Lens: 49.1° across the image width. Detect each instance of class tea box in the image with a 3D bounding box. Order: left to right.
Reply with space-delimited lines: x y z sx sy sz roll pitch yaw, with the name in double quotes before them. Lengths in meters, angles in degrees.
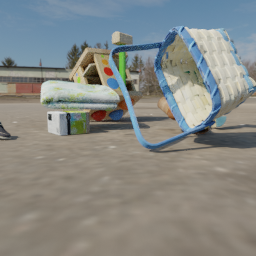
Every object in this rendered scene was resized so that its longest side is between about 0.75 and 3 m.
"tea box" -1.447 -0.143 6.819 0.786 0.534 0.799 -7 9 -34

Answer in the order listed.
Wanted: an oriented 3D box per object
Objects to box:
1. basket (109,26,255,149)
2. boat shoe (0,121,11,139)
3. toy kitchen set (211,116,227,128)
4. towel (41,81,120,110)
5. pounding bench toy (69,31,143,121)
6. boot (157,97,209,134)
"basket" 0.925 -0.742 4.927 2.169 1.913 1.509 -12 -18 -20
"boat shoe" -2.793 -0.043 5.842 0.906 0.284 0.329 25 5 19
"toy kitchen set" 2.051 -0.728 7.524 1.153 1.439 0.848 -2 -3 -2
"towel" -1.353 -0.924 7.729 2.012 0.484 1.722 0 18 -17
"pounding bench toy" -0.562 -1.692 9.981 1.747 2.193 2.812 -5 -24 -36
"boot" 1.617 -0.325 7.087 1.573 0.603 1.221 11 23 -48
